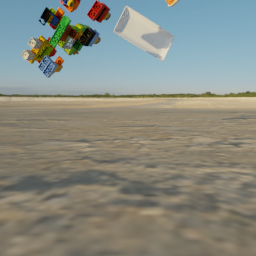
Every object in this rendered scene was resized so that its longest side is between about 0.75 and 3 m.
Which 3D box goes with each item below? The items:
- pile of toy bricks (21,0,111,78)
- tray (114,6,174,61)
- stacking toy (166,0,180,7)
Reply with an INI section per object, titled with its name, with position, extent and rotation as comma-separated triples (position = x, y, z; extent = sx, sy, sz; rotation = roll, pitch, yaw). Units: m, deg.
[pile of toy bricks]
position = -1.523, -2.698, 8.055
extent = 2.972, 1.649, 1.467
rotation = -47, -10, 25
[tray]
position = 0.540, -3.102, 9.341
extent = 1.941, 1.042, 0.215
rotation = 27, -11, -14
[stacking toy]
position = 0.949, -3.597, 6.988
extent = 0.976, 0.713, 0.713
rotation = 31, -6, -20
